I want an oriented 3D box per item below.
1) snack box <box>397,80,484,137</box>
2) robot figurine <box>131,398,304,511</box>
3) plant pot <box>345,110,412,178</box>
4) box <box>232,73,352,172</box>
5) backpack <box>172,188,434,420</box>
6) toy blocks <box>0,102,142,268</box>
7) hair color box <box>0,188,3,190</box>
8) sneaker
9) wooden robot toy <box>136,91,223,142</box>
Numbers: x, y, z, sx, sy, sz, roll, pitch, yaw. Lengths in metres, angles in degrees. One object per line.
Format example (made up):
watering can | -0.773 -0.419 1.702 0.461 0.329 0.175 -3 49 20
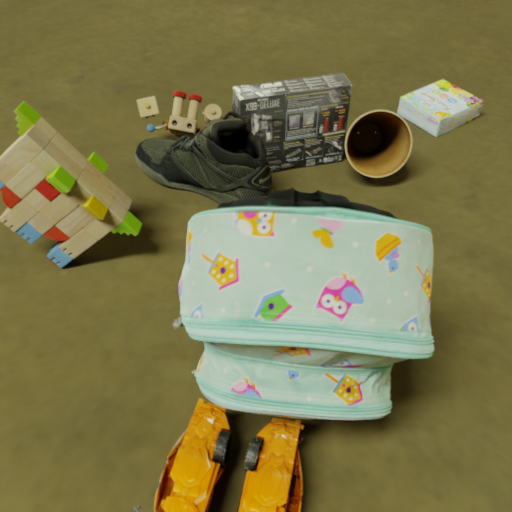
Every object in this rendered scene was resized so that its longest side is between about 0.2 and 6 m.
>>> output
snack box | 4.667 -3.777 14.229 1.625 0.550 1.370 -28 51 -24
robot figurine | -0.417 3.305 6.765 2.219 0.891 3.061 10 45 9
plant pot | 2.584 -2.546 12.435 1.405 1.405 1.507 1 17 1
box | 0.747 -2.836 12.268 2.489 1.962 0.619 -11 46 -10
backpack | 0.584 0.635 7.353 3.296 3.750 2.875 6 77 0
toy blocks | -3.676 -1.007 9.926 1.902 2.782 1.390 -31 30 24
hair color box | -5.521 -1.868 12.477 0.497 0.287 0.897 -14 45 -14
sneaker | -1.161 -2.251 11.708 3.432 1.966 1.312 24 48 27
wooden robot toy | -1.543 -3.125 13.189 2.494 1.132 1.099 11 84 -4
